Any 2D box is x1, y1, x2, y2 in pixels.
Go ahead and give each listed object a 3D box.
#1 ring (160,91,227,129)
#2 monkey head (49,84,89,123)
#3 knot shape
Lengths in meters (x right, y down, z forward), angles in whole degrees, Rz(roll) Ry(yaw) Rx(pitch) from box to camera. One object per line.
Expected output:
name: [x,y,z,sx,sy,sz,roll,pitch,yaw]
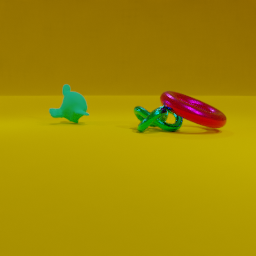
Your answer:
ring: [1.893,-0.561,8.178,2.037,0.407,2.037,19,18,-6]
monkey head: [-2.092,-0.770,9.919,1.225,1.026,1.702,-4,46,-45]
knot shape: [0.769,-0.267,8.141,1.521,0.703,1.423,4,10,22]
